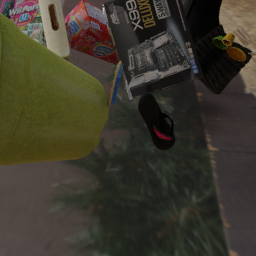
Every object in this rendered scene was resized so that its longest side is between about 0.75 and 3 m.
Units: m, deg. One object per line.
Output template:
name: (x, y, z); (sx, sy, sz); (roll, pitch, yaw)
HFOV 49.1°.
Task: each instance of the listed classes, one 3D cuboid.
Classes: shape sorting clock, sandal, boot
shape sorting clock: (-0.250, -0.843, 5.281); (0.166, 0.846, 0.846); (12, 40, -4)
sandal: (0.499, -0.036, 4.155); (0.265, 1.175, 0.441); (7, 58, 35)
boot: (2.632, -2.797, 7.976); (2.367, 3.166, 1.191); (39, 30, 16)

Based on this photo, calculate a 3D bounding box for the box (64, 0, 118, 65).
box: (-0.812, -2.825, 8.562); (2.063, 0.985, 1.028); (5, 61, -51)

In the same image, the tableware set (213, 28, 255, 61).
tableware set: (2.982, -1.751, 7.059); (0.275, 1.794, 1.208); (-56, 16, -4)

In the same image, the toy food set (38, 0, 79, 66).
toy food set: (-1.740, -2.374, 7.292); (0.766, 1.820, 2.536); (-11, -1, -12)

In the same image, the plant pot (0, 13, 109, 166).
plant pot: (-1.820, -0.427, 4.947); (2.760, 2.760, 2.537); (38, 16, 37)

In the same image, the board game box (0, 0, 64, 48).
board game box: (-3.321, -3.242, 9.204); (2.007, 0.874, 2.720); (-3, 69, 21)

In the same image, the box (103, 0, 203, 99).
box: (0.628, -2.212, 7.316); (1.966, 2.493, 0.620); (-17, 4, -5)
